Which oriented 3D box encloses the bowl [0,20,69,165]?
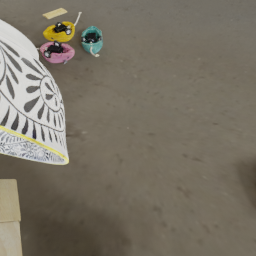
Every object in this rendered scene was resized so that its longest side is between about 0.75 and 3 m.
[{"bbox_3d":[-2.015,-0.578,3.651,2.955,2.955,1.387,11,73,10],"label":"bowl"}]

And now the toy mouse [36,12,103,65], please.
[{"bbox_3d":[-1.780,-2.668,9.195,2.589,0.564,2.913,34,57,27],"label":"toy mouse"}]

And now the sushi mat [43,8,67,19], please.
[{"bbox_3d":[-2.940,-4.626,11.311,0.915,0.055,0.438,-33,56,-26],"label":"sushi mat"}]

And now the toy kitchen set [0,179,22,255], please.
[{"bbox_3d":[-1.230,2.432,4.275,2.305,2.085,2.555,6,41,-33],"label":"toy kitchen set"}]
